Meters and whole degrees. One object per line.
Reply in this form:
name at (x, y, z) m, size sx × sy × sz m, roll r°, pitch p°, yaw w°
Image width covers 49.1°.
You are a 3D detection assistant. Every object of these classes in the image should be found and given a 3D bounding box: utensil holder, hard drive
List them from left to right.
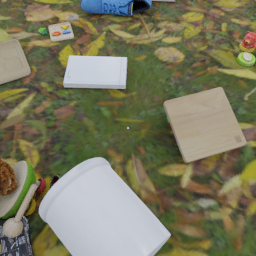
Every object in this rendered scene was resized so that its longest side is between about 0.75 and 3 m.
hard drive at (-1.074, -1.921, 9.561) m, size 2.035 × 0.272 × 1.342 m, roll 2°, pitch 56°, yaw 2°
utensil holder at (-0.476, 2.034, 5.926) m, size 1.868 × 1.868 × 2.198 m, roll -37°, pitch 64°, yaw -22°

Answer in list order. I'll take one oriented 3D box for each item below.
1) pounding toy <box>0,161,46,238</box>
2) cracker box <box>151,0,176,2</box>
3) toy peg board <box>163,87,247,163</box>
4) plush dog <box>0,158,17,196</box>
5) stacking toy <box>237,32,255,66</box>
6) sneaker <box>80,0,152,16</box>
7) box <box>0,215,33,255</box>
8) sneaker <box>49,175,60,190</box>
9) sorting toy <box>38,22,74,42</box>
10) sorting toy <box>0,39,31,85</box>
pounding toy at (-2.417, 1.662, 6.723) m, size 1.412 × 0.849 × 1.830 m, roll -58°, pitch 34°, yaw 0°
cracker box at (0.890, -6.344, 12.289) m, size 2.482 × 0.716 × 1.663 m, roll 5°, pitch 56°, yaw 2°
toy peg board at (2.082, -0.015, 8.060) m, size 1.801 × 0.881 × 1.794 m, roll -15°, pitch 73°, yaw -8°
plush dog at (-3.996, 1.255, 6.166) m, size 2.999 × 2.406 × 2.576 m, roll 37°, pitch 65°, yaw -6°
stacking toy at (4.646, -2.728, 9.897) m, size 1.466 × 0.619 × 1.327 m, roll 25°, pitch 59°, yaw 16°
sneaker at (-0.465, -4.995, 11.228) m, size 2.865 × 0.944 × 1.123 m, roll -9°, pitch 55°, yaw -7°
box at (-2.828, 3.024, 6.085) m, size 1.447 × 0.457 × 1.835 m, roll -17°, pitch 57°, yaw -11°
sneaker at (-1.914, 1.577, 7.145) m, size 0.307 × 0.335 × 0.801 m, roll 1°, pitch 56°, yaw 1°
sorting toy at (-2.800, -3.713, 10.825) m, size 1.274 × 0.187 × 0.942 m, roll -13°, pitch 57°, yaw -10°
sorting toy at (-4.727, -2.113, 9.705) m, size 2.361 × 0.316 × 1.759 m, roll -22°, pitch 63°, yaw -14°
